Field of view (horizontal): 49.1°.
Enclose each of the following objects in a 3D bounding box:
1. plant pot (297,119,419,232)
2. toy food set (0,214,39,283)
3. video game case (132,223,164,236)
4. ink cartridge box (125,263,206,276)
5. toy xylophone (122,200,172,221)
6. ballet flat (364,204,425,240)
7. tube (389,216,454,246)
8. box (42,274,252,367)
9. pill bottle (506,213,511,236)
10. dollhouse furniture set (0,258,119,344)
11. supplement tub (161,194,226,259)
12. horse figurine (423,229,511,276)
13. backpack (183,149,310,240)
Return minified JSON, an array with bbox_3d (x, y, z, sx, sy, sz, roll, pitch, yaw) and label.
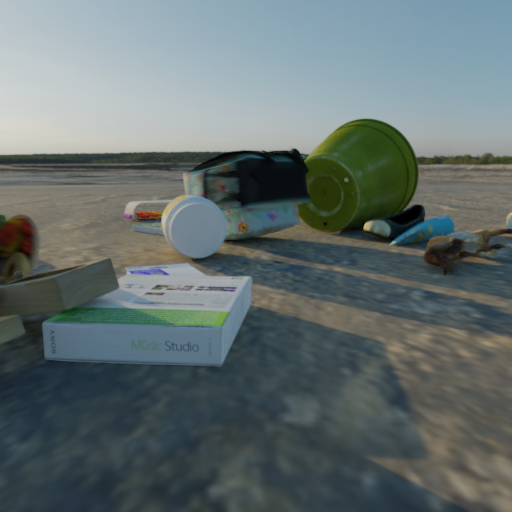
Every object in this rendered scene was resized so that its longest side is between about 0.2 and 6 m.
[{"bbox_3d":[2.239,-1.823,14.038,2.850,2.850,2.744,6,22,33],"label":"plant pot"},{"bbox_3d":[-3.264,-0.060,7.431,1.023,1.034,0.251,8,-6,35],"label":"toy food set"},{"bbox_3d":[-2.055,-0.684,13.800,1.390,0.168,1.526,-8,12,-43],"label":"video game case"},{"bbox_3d":[-1.224,0.300,7.569,0.950,0.208,0.959,-4,12,-22],"label":"ink cartridge box"},{"bbox_3d":[-2.950,-1.387,17.024,2.088,0.525,1.529,-4,10,-25],"label":"toy xylophone"},{"bbox_3d":[3.075,-0.778,12.496,0.801,0.685,2.412,24,21,31],"label":"ballet flat"},{"bbox_3d":[3.564,-0.526,11.800,1.968,0.496,0.762,-12,-23,-48],"label":"tube"},{"bbox_3d":[-0.907,0.555,5.559,1.527,0.385,2.116,1,8,6],"label":"box"},{"bbox_3d":[5.901,-0.682,12.490,0.553,0.553,0.994,4,16,21],"label":"pill bottle"},{"bbox_3d":[-2.398,-0.098,4.710,1.766,1.513,1.857,-9,10,39],"label":"dollhouse furniture set"},{"bbox_3d":[-1.112,-0.529,9.953,1.084,1.084,1.491,-2,10,-12],"label":"supplement tub"},{"bbox_3d":[3.425,-0.135,9.069,2.149,0.536,1.424,-13,3,-32],"label":"horse figurine"},{"bbox_3d":[-0.327,-1.330,12.194,2.509,1.923,2.205,7,16,43],"label":"backpack"}]
